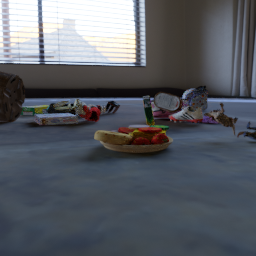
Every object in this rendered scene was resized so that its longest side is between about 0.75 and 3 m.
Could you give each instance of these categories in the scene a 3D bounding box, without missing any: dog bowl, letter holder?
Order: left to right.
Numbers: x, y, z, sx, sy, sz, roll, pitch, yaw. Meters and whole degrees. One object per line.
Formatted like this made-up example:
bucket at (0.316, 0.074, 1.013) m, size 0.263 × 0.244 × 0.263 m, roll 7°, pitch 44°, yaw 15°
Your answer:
letter holder at (-1.071, -1.201, 17.878) m, size 0.616 × 0.870 × 1.224 m, roll 33°, pitch 13°, yaw 3°
dog bowl at (1.975, -0.948, 13.923) m, size 2.041 × 0.753 × 2.041 m, roll -2°, pitch -4°, yaw 0°

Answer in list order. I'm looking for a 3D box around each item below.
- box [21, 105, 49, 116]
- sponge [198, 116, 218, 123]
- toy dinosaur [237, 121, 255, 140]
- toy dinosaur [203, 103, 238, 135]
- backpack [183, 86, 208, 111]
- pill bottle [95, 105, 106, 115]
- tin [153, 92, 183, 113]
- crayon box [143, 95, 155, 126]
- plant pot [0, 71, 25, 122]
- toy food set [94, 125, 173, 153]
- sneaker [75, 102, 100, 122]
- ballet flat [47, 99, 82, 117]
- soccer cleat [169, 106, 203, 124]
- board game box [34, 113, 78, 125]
box at (-5.219, -1.109, 17.096) m, size 1.336 × 0.551 × 2.277 m, roll 4°, pitch 11°, yaw 31°
sponge at (3.628, -0.416, 13.157) m, size 1.590 × 0.237 × 0.887 m, roll 6°, pitch 10°, yaw 39°
toy dinosaur at (3.974, 0.157, 8.184) m, size 1.049 × 0.607 × 1.155 m, roll 18°, pitch -3°, yaw 0°
toy dinosaur at (3.021, -0.264, 8.849) m, size 1.211 × 0.520 × 0.821 m, roll 46°, pitch 0°, yaw 19°
backpack at (4.783, -1.990, 19.917) m, size 1.728 × 1.814 × 1.398 m, roll -3°, pitch 21°, yaw 3°
pill bottle at (-1.837, -1.059, 16.527) m, size 1.018 × 0.575 × 0.575 m, roll -4°, pitch 9°, yaw -19°
tin at (1.757, -1.150, 12.492) m, size 1.365 × 0.764 × 0.286 m, roll 20°, pitch 5°, yaw 31°
crayon box at (0.806, -0.634, 10.950) m, size 0.312 × 0.923 × 1.070 m, roll -9°, pitch 29°, yaw 5°
plant pot at (-6.556, -1.541, 12.886) m, size 2.895 × 2.925 × 2.925 m, roll 8°, pitch 8°, yaw 1°
toy food set at (0.188, 0.236, 7.480) m, size 2.013 × 0.490 × 1.993 m, roll 1°, pitch 8°, yaw 9°
sneaker at (-1.703, -0.586, 13.097) m, size 0.919 × 0.834 × 2.165 m, roll 32°, pitch 8°, yaw 12°
ballet flat at (-3.019, -1.054, 15.115) m, size 2.635 × 0.901 × 0.896 m, roll -8°, pitch 48°, yaw -29°
soccer cleat at (2.595, -0.627, 12.623) m, size 0.621 × 0.771 × 1.809 m, roll -7°, pitch 9°, yaw -39°
board game box at (-3.303, -0.424, 12.774) m, size 1.669 × 0.343 × 1.665 m, roll -4°, pitch 9°, yaw -25°
